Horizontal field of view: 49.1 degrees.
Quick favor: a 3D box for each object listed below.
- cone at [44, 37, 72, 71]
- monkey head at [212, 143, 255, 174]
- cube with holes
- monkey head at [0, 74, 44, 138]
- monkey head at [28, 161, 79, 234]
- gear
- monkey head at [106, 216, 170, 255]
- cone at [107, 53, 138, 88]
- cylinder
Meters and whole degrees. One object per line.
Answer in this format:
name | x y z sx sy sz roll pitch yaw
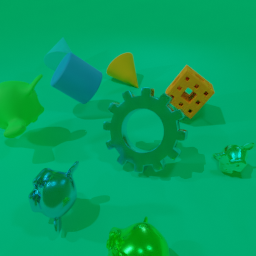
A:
cone | -2.305 -2.736 9.773 1.121 1.121 1.125 -1 65 -1
monkey head | 2.194 0.585 6.052 1.020 0.734 0.614 -26 36 44
cube with holes | 1.638 -0.993 7.553 0.908 0.908 0.908 37 25 -4
monkey head | -2.621 -0.447 6.306 1.866 1.124 1.342 -24 25 2
monkey head | -1.277 1.175 5.096 0.786 1.304 0.938 14 -5 7
gear | 0.348 0.046 5.994 1.774 1.774 0.328 15 10 19
monkey head | 0.121 1.952 4.082 0.897 1.071 1.489 6 21 -12
cone | 0.029 -1.737 9.351 1.074 1.074 1.079 -27 72 -31
cylinder | -1.392 -1.335 7.593 1.031 1.031 1.031 30 27 -27
